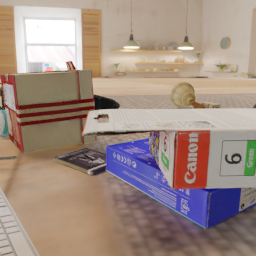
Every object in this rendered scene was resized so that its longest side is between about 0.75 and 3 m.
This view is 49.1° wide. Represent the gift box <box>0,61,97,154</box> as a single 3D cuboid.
[{"bbox_3d":[-1.881,-0.622,6.843,1.955,1.932,2.094,-10,19,-30],"label":"gift box"}]

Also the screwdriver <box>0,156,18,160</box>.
[{"bbox_3d":[-3.151,0.652,4.937,2.316,0.337,0.323,1,13,-10],"label":"screwdriver"}]

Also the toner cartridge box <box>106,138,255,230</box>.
[{"bbox_3d":[0.672,0.665,4.271,1.063,0.483,2.238,-7,15,-34],"label":"toner cartridge box"}]

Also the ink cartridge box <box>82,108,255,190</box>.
[{"bbox_3d":[0.877,0.189,3.676,2.829,0.712,1.541,-1,12,-5],"label":"ink cartridge box"}]

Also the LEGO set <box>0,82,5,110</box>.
[{"bbox_3d":[-4.737,-0.949,9.632,2.306,1.336,1.773,5,13,21],"label":"LEGO set"}]

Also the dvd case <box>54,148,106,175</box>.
[{"bbox_3d":[-0.748,0.622,5.395,1.137,0.091,0.845,11,16,40],"label":"dvd case"}]

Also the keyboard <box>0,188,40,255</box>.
[{"bbox_3d":[-1.550,1.126,2.955,0.826,0.156,2.933,-8,15,-34],"label":"keyboard"}]

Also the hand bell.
[{"bbox_3d":[2.667,-1.042,11.586,1.161,1.161,2.229,-3,25,-12],"label":"hand bell"}]

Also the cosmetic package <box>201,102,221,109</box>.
[{"bbox_3d":[3.228,-0.773,11.013,0.356,0.422,0.817,-4,12,-20],"label":"cosmetic package"}]

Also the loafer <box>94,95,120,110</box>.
[{"bbox_3d":[-1.286,-1.026,11.690,2.048,0.745,0.740,19,12,29],"label":"loafer"}]

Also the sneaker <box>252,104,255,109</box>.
[{"bbox_3d":[5.110,-0.611,8.854,2.763,1.009,1.546,-7,15,-23],"label":"sneaker"}]

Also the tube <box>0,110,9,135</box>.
[{"bbox_3d":[-2.544,-0.236,8.276,1.000,0.651,2.582,24,19,38],"label":"tube"}]
